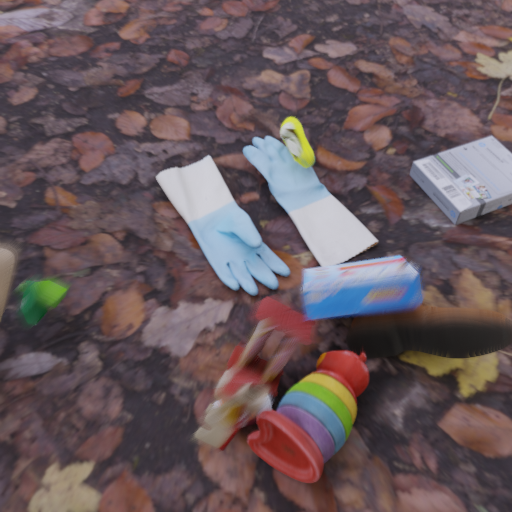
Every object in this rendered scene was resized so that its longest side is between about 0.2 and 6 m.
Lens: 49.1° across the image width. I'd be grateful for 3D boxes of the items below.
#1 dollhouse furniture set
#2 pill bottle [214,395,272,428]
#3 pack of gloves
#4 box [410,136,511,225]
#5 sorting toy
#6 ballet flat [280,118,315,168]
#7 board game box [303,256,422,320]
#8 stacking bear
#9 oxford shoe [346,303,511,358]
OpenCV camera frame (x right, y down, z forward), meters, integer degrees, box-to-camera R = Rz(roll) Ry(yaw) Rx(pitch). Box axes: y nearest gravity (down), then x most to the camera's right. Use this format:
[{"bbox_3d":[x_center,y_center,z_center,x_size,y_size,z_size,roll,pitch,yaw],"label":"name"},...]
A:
[{"bbox_3d":[0.061,1.676,7.932,0.889,1.177,2.187,28,27,0],"label":"dollhouse furniture set"},{"bbox_3d":[-0.199,2.345,8.475,0.810,0.462,0.462,-11,52,-14],"label":"pill bottle"},{"bbox_3d":[0.141,-1.093,10.958,3.058,0.718,3.640,-26,60,-16],"label":"pack of gloves"},{"bbox_3d":[4.576,-1.631,11.753,2.094,0.431,1.633,-21,54,-15],"label":"box"},{"bbox_3d":[-4.526,0.895,8.602,3.012,0.443,2.227,14,81,-33],"label":"sorting toy"},{"bbox_3d":[0.770,-2.420,11.622,0.488,0.487,1.457,8,45,-38],"label":"ballet flat"},{"bbox_3d":[1.663,0.479,9.159,1.741,0.487,1.705,-9,8,7],"label":"board game box"},{"bbox_3d":[0.964,2.185,8.286,1.145,1.223,2.013,34,51,16],"label":"stacking bear"},{"bbox_3d":[2.763,1.051,8.988,2.550,0.910,0.909,-2,32,21],"label":"oxford shoe"}]
